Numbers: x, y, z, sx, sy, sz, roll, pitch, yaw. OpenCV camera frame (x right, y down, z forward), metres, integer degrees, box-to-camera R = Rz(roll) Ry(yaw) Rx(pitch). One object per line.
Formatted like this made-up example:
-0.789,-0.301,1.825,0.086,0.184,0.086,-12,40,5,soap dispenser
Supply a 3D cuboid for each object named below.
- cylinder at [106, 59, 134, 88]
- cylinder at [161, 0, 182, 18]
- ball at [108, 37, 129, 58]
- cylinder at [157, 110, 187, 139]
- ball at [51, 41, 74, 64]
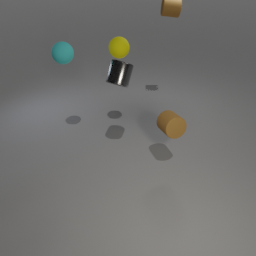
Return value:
-0.254,-1.639,8.463,0.700,0.700,0.700,15,8,-2,cylinder
1.694,-4.755,11.035,0.700,0.700,0.700,5,31,-4,cylinder
-0.300,-2.669,9.300,0.700,0.700,0.700,0,32,0,ball
1.337,-0.116,8.656,0.700,0.700,0.700,-10,25,-16,cylinder
-2.084,-2.391,8.923,0.700,0.700,0.700,0,32,0,ball
